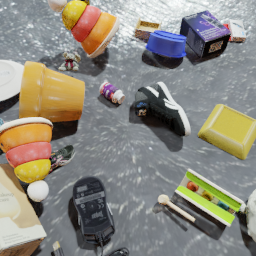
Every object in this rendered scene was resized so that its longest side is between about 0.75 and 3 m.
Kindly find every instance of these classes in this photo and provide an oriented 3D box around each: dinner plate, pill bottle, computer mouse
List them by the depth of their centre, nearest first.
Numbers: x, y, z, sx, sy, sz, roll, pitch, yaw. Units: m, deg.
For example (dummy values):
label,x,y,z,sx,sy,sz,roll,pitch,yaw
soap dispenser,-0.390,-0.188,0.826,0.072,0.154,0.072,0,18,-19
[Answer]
label,x,y,z,sx,sy,sz,roll,pitch,yaw
computer mouse,-1.236,2.780,7.861,1.858,0.609,2.646,-20,65,-10
pill bottle,-0.595,-1.315,10.627,0.951,0.535,0.535,34,62,21
dinner plate,-5.354,-1.959,10.868,2.931,0.355,2.931,3,45,-3

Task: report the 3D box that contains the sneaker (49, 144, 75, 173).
label,x,y,z,sx,sy,sz,roll,pitch,yaw
sneaker,-2.323,0.964,9.036,1.383,0.597,0.556,-38,64,-23

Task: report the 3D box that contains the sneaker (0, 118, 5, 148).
label,x,y,z,sx,sy,sz,roll,pitch,yaw
sneaker,-5.179,-0.458,9.489,2.902,1.386,1.151,22,59,19

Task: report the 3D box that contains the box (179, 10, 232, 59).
label,x,y,z,sx,sy,sz,roll,pitch,yaw
box,3.325,-4.126,12.278,1.376,0.970,1.860,-23,59,-14

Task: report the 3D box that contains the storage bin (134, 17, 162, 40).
label,x,y,z,sx,sy,sz,roll,pitch,yaw
storage bin,0.935,-4.591,12.881,1.076,0.504,1.068,13,57,10

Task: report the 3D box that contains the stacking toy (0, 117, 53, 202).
label,x,y,z,sx,sy,sz,roll,pitch,yaw
stacking toy,-2.781,0.979,8.067,1.681,1.681,2.301,-16,74,-11

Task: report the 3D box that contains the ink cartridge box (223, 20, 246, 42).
label,x,y,z,sx,sy,sz,roll,pitch,yaw
ink cartridge box,4.772,-4.528,12.974,1.123,0.285,1.275,3,56,1

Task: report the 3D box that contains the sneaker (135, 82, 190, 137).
label,x,y,z,sx,sy,sz,roll,pitch,yaw
sneaker,1.037,-0.490,9.916,1.444,0.943,2.580,-19,50,-8

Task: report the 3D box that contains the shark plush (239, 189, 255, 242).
label,x,y,z,sx,sy,sz,roll,pitch,yaw
shark plush,3.945,2.755,7.741,0.999,1.089,2.397,16,46,-26

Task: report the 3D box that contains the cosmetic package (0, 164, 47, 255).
label,x,y,z,sx,sy,sz,roll,pitch,yaw
cosmetic package,-3.487,2.220,7.595,0.935,1.384,2.631,-50,62,18

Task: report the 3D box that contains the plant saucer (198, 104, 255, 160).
label,x,y,z,sx,sy,sz,roll,pitch,yaw
plant saucer,3.626,-0.021,9.817,1.764,0.427,1.763,29,60,18

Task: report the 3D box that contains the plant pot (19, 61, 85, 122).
label,x,y,z,sx,sy,sz,roll,pitch,yaw
plant pot,-2.566,-1.068,9.683,1.977,2.159,2.159,6,54,-15

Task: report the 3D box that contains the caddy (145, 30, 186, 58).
label,x,y,z,sx,sy,sz,roll,pitch,yaw
caddy,1.625,-3.471,11.889,1.769,0.929,1.251,18,35,12

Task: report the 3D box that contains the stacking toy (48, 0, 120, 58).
label,x,y,z,sx,sy,sz,roll,pitch,yaw
stacking toy,-1.885,-4.360,11.128,2.793,2.041,2.041,35,53,-25

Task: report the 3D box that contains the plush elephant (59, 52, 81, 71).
label,x,y,z,sx,sy,sz,roll,pitch,yaw
plush elephant,-2.236,-2.581,10.867,0.730,0.686,0.887,0,17,5

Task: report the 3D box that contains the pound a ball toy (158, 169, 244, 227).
label,x,y,z,sx,sy,sz,roll,pitch,yaw
pound a ball toy,2.082,2.138,8.225,2.047,0.869,1.334,30,88,18

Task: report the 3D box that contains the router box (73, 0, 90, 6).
label,x,y,z,sx,sy,sz,roll,pitch,yaw
router box,-2.324,-5.929,13.625,0.267,0.781,1.047,37,64,23
